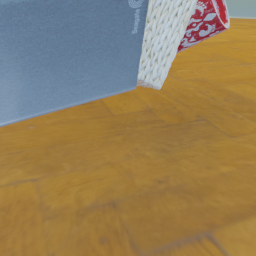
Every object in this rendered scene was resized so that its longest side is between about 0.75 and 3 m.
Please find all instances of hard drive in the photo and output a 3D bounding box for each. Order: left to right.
[{"bbox_3d":[-1.160,-0.943,3.610,2.867,2.001,0.471,-18,59,-17],"label":"hard drive"}]

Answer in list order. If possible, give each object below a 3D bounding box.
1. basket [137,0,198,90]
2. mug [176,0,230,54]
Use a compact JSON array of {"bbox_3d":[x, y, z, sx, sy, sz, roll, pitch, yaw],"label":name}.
[{"bbox_3d":[-0.099,-2.267,6.046,1.912,2.378,2.356,20,3,-25],"label":"basket"},{"bbox_3d":[1.175,-2.989,7.959,2.782,1.856,2.469,-14,1,35],"label":"mug"}]
